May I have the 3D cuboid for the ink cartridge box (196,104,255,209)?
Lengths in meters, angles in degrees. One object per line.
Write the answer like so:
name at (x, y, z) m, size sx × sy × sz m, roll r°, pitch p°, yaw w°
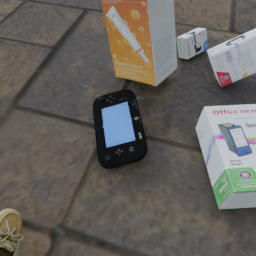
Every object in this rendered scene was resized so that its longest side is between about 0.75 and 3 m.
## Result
ink cartridge box at (3.037, 0.657, 7.313) m, size 1.860 × 1.120 × 2.559 m, roll -2°, pitch 51°, yaw -5°

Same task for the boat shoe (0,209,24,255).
boat shoe at (-2.612, 2.654, 5.690) m, size 0.763 × 0.653 × 2.083 m, roll 29°, pitch 50°, yaw -30°

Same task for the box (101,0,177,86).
box at (0.429, -3.022, 8.943) m, size 1.759 × 2.828 × 1.378 m, roll 20°, pitch 47°, yaw 34°

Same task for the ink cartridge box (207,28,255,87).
ink cartridge box at (3.647, -2.306, 9.260) m, size 1.689 × 1.247 × 0.723 m, roll -22°, pitch 29°, yaw 14°

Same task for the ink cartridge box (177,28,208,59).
ink cartridge box at (2.455, -3.212, 10.637) m, size 1.129 × 0.819 × 0.472 m, roll -30°, pitch 35°, yaw -22°

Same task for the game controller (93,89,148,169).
game controller at (-0.278, -0.064, 8.186) m, size 1.401 × 0.566 × 2.686 m, roll -21°, pitch 51°, yaw 12°
